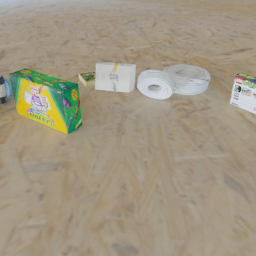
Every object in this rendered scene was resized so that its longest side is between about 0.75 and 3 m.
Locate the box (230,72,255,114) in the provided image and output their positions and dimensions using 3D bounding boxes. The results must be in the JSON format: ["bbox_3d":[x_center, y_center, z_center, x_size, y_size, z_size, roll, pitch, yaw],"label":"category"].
[{"bbox_3d":[4.833,-1.068,10.062,0.391,1.239,2.252,-23,39,-31],"label":"box"}]

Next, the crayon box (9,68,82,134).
[{"bbox_3d":[-2.819,-0.974,9.600,2.633,1.564,0.767,19,37,29],"label":"crayon box"}]

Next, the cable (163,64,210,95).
[{"bbox_3d":[2.538,-2.193,12.360,2.115,0.732,2.115,9,32,17],"label":"cable"}]

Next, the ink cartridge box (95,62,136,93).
[{"bbox_3d":[-0.501,-2.156,11.757,1.492,1.080,1.099,7,18,10],"label":"ink cartridge box"}]

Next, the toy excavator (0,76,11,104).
[{"bbox_3d":[-5.708,-1.765,11.587,2.092,1.075,2.152,3,19,2],"label":"toy excavator"}]

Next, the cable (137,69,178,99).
[{"bbox_3d":[1.075,-1.668,10.920,1.456,1.456,0.504,-3,60,31],"label":"cable"}]

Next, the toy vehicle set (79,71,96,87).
[{"bbox_3d":[-1.251,-2.390,13.120,1.872,0.248,1.163,-14,35,-22],"label":"toy vehicle set"}]
